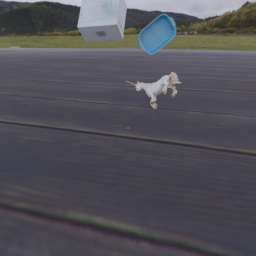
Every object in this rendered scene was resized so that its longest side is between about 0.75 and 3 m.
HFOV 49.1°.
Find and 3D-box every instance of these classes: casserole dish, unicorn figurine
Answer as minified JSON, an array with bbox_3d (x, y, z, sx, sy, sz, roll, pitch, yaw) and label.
[{"bbox_3d":[1.028,-3.394,10.182,1.592,0.964,0.309,-41,24,-5],"label":"casserole dish"},{"bbox_3d":[0.427,-0.603,4.358,0.826,0.305,0.567,-21,49,16],"label":"unicorn figurine"}]

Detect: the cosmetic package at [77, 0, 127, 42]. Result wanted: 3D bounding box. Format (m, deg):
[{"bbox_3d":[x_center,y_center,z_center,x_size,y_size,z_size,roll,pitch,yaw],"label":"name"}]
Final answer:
[{"bbox_3d":[-0.861,-3.859,9.683,1.406,1.410,0.867,1,-19,14],"label":"cosmetic package"}]
